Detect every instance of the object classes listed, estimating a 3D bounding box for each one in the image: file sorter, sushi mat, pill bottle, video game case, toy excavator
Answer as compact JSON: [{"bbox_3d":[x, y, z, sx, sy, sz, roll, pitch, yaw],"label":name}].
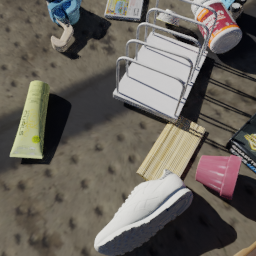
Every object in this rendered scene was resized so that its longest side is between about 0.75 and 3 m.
[{"bbox_3d":[1.099,-2.092,8.125,2.035,1.826,2.933,23,64,11],"label":"file sorter"},{"bbox_3d":[1.241,0.643,7.833,1.073,0.136,2.243,30,68,12],"label":"sushi mat"},{"bbox_3d":[2.884,-3.532,9.331,1.058,1.058,1.931,-16,65,-7],"label":"pill bottle"},{"bbox_3d":[-0.105,-4.570,10.328,1.294,0.163,1.422,8,66,4],"label":"video game case"},{"bbox_3d":[-2.166,-3.776,9.603,1.864,0.958,1.917,-37,79,-15],"label":"toy excavator"},{"bbox_3d":[3.518,-4.522,10.071,1.430,0.714,1.391,31,67,23],"label":"toy excavator"}]

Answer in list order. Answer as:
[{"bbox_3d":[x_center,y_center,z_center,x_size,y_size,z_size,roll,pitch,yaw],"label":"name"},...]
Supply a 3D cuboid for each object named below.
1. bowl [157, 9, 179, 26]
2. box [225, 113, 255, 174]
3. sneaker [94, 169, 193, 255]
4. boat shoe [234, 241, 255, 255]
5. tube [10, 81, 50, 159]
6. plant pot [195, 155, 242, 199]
[{"bbox_3d":[1.426,-3.808,9.579,0.834,0.391,0.834,16,24,-7],"label":"bowl"},{"bbox_3d":[4.242,0.629,7.588,1.961,0.567,2.467,-40,71,-17],"label":"box"},{"bbox_3d":[0.281,2.046,6.819,2.617,1.000,1.053,-31,48,-12],"label":"sneaker"},{"bbox_3d":[3.206,2.881,6.306,2.303,0.811,0.810,-36,42,-7],"label":"boat shoe"},{"bbox_3d":[-2.702,-0.244,8.050,0.665,0.595,2.292,-12,63,37],"label":"tube"},{"bbox_3d":[2.293,1.157,7.152,0.967,1.080,1.080,14,64,24],"label":"plant pot"}]
